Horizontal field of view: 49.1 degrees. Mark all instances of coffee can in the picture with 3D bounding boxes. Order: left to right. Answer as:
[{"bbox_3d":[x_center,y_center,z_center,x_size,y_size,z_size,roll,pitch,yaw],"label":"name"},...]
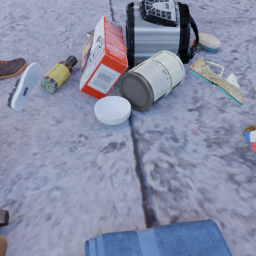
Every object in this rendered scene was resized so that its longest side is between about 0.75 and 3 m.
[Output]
[{"bbox_3d":[0.794,-1.548,9.117,1.349,1.349,1.844,31,51,29],"label":"coffee can"}]

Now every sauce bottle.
[{"bbox_3d":[-2.425,-2.022,10.174,0.634,0.634,1.960,14,45,15],"label":"sauce bottle"}]

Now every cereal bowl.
[{"bbox_3d":[-0.462,-0.476,8.622,1.126,0.469,1.126,0,43,0],"label":"cereal bowl"}]

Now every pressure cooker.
[{"bbox_3d":[1.272,-3.474,10.462,2.727,2.399,2.436,1,17,-1],"label":"pressure cooker"}]

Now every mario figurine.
[{"bbox_3d":[3.656,0.536,7.284,0.966,0.829,1.565,-3,41,-4],"label":"mario figurine"}]

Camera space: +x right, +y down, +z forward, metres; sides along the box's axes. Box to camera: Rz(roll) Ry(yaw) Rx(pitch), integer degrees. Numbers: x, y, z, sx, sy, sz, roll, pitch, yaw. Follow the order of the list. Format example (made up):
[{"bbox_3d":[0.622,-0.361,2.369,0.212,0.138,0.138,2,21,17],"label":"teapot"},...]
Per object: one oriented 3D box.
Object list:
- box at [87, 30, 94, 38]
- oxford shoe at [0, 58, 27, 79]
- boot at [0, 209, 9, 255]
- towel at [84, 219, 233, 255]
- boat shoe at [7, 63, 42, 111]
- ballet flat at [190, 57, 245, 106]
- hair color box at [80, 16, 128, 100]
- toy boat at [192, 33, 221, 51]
[{"bbox_3d":[-1.339,-4.324,12.970,0.836,0.208,0.829,-33,52,-30],"label":"box"},{"bbox_3d":[-4.641,-2.244,10.345,0.700,0.713,1.966,30,51,29],"label":"oxford shoe"},{"bbox_3d":[-3.079,2.304,5.653,1.139,0.547,1.557,-9,42,0],"label":"boot"},{"bbox_3d":[0.565,2.574,5.205,2.694,0.654,1.504,-7,43,-6],"label":"towel"},{"bbox_3d":[-2.684,-1.078,7.174,0.451,0.476,1.362,16,81,29],"label":"boat shoe"},{"bbox_3d":[2.460,-1.292,7.411,1.760,0.575,0.621,39,15,13],"label":"ballet flat"},{"bbox_3d":[-0.895,-2.524,9.858,0.932,1.616,2.914,24,35,-24],"label":"hair color box"},{"bbox_3d":[3.176,-3.551,11.917,1.382,0.642,1.162,-22,51,-32],"label":"toy boat"}]
